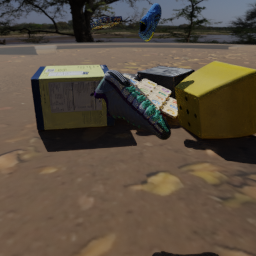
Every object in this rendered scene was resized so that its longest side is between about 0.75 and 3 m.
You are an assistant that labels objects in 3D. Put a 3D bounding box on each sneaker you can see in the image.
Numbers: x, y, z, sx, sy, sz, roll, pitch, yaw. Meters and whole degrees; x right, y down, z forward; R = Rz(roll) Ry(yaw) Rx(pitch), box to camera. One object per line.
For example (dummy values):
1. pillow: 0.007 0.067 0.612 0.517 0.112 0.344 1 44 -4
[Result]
1. sneaker: 0.054 -0.310 5.563 1.759 0.770 0.655 47 22 7
2. sneaker: 0.803 -4.067 10.496 0.516 1.565 0.614 13 -9 41

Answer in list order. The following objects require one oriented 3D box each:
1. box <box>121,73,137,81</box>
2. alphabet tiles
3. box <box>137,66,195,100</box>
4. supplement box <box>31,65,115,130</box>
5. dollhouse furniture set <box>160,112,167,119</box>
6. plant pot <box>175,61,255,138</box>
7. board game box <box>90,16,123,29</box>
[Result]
1. box: -0.355 -2.815 16.711 1.807 0.551 2.281 5 22 12
2. alphabet tiles: 0.849 -1.338 11.247 2.727 0.203 2.788 28 29 7
3. box: 1.918 -2.318 14.359 2.165 1.334 2.148 16 27 36
4. supplement box: -2.089 -1.343 11.086 2.823 1.897 2.826 -4 22 -9
5. dollhouse furniture set: 0.604 -0.761 11.126 1.058 0.800 1.966 -9 23 -22
6. plant pot: 2.921 -0.843 9.772 1.989 2.255 2.254 -19 26 -14
7. board game box: -0.955 -4.557 12.110 0.934 0.239 1.379 -15 15 -25
